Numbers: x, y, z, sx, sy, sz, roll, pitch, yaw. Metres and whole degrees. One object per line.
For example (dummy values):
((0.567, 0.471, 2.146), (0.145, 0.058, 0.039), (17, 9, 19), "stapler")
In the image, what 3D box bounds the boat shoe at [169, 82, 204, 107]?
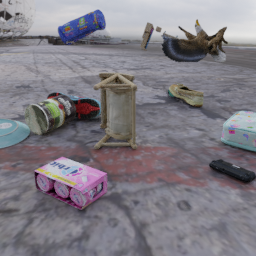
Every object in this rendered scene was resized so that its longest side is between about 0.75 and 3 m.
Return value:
((3.068, -1.879, 14.573), (0.887, 0.758, 2.420), (-10, 32, -31), "boat shoe")

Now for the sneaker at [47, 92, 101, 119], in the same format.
((-2.307, -0.907, 12.488), (2.792, 1.107, 1.334), (13, 8, 19), "sneaker")

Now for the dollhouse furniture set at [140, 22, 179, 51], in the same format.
((1.563, -4.026, 13.274), (1.734, 1.132, 1.637), (22, 13, 4), "dollhouse furniture set")

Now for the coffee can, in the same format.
((-2.998, -0.547, 10.950), (1.184, 1.184, 1.617), (12, 25, 28), "coffee can")

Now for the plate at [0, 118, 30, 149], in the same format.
((-4.873, 0.099, 10.245), (2.445, 0.312, 2.445), (2, 25, -1), "plate")

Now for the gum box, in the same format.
((-1.381, 1.334, 6.945), (1.670, 0.552, 0.948), (14, 24, 31), "gum box")

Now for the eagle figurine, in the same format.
((2.492, -3.114, 10.102), (1.556, 1.548, 2.051), (5, -2, -41), "eagle figurine")

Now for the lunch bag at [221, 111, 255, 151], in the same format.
((4.304, 0.065, 9.881), (1.692, 0.813, 2.110), (13, 24, 36), "lunch bag")

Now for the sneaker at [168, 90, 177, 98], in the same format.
((2.634, -1.901, 15.705), (0.422, 0.359, 0.964), (-1, 29, -32), "sneaker")

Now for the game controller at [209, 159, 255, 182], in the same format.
((2.930, 1.183, 7.888), (0.641, 0.259, 1.228), (0, 16, -43), "game controller")

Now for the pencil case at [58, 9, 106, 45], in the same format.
((-1.326, -2.842, 7.982), (1.437, 0.624, 0.561), (-15, -19, 22), "pencil case")

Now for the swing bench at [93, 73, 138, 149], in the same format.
((-0.400, -0.677, 9.886), (1.434, 2.199, 2.211), (0, 22, 0), "swing bench")
